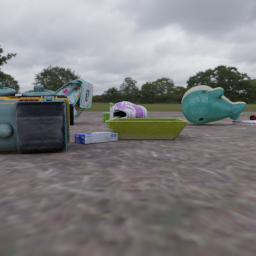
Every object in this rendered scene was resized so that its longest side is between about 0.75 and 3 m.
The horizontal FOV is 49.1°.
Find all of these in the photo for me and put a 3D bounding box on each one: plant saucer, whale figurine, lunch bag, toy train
[{"bbox_3d":[0.439,0.002,6.585,1.727,0.414,1.725,0,4,5],"label":"plant saucer"},{"bbox_3d":[3.358,-0.705,11.105,2.470,1.282,1.965,13,-39,1],"label":"whale figurine"},{"bbox_3d":[-2.323,-1.178,11.692,2.048,1.249,1.745,-44,-4,9],"label":"lunch bag"},{"bbox_3d":[-2.121,-0.131,4.485,2.633,1.122,1.501,-1,14,-16],"label":"toy train"}]

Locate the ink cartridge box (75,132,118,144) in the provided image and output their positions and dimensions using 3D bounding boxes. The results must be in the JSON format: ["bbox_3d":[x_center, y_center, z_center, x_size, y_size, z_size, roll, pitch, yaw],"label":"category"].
[{"bbox_3d":[-0.632,0.191,5.627,0.800,0.177,0.376,-4,5,-43],"label":"ink cartridge box"}]

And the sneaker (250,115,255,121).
[{"bbox_3d":[6.195,-0.453,13.002,0.543,0.393,1.111,-3,3,-13],"label":"sneaker"}]

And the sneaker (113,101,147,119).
[{"bbox_3d":[-0.466,-0.861,14.691,1.617,1.028,2.835,-7,7,-34],"label":"sneaker"}]

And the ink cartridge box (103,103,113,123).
[{"bbox_3d":[-0.924,-0.721,13.166,0.344,0.908,0.671,1,4,10],"label":"ink cartridge box"}]

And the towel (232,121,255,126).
[{"bbox_3d":[4.918,-0.207,11.241,1.004,0.169,1.051,-2,5,-27],"label":"towel"}]
